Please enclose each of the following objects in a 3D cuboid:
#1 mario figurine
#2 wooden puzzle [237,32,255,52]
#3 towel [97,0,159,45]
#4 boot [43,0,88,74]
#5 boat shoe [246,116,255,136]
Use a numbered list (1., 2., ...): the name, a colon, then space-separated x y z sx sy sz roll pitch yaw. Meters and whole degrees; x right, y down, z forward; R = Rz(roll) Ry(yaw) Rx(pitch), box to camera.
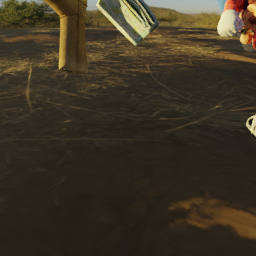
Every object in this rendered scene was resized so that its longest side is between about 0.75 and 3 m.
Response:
1. mario figurine: 1.879 -2.010 4.926 1.270 1.090 2.057 -37 61 0
2. wooden puzzle: 3.391 -3.174 7.197 1.876 1.737 0.434 -36 18 -6
3. towel: -0.062 -4.021 9.786 0.612 2.177 2.543 -46 12 -6
4. boot: -2.114 -3.215 9.334 0.857 2.591 2.270 6 6 36
5. boat shoe: 2.517 -0.050 5.338 0.476 0.500 1.390 29 11 19
